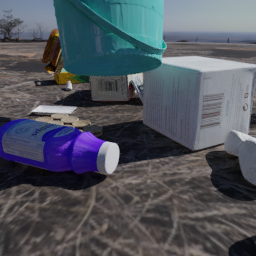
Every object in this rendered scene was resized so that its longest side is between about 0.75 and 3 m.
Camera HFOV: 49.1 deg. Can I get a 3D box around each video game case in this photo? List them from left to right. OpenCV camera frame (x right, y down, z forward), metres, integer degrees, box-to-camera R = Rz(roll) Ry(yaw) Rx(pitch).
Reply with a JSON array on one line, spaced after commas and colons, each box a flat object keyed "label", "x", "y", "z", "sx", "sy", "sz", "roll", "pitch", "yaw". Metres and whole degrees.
[{"label": "video game case", "x": 0.540, "y": -1.690, "z": 12.155, "sx": 0.133, "sy": 1.135, "sz": 1.032, "roll": -26, "pitch": 12, "yaw": 22}]

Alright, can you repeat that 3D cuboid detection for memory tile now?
[{"label": "memory tile", "x": -2.171, "y": 0.015, "z": 8.890, "sx": 2.443, "sy": 0.205, "sz": 1.872, "roll": 18, "pitch": 27, "yaw": 40}]

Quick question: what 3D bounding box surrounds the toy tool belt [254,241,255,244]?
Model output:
[{"label": "toy tool belt", "x": 2.653, "y": 1.631, "z": 3.857, "sx": 1.493, "sy": 0.932, "sz": 0.917, "roll": 14, "pitch": 46, "yaw": 46}]

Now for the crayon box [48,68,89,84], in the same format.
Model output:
[{"label": "crayon box", "x": -3.257, "y": -3.051, "z": 16.159, "sx": 2.659, "sy": 0.686, "sz": 1.672, "roll": -7, "pitch": 22, "yaw": -20}]

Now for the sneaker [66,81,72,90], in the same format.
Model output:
[{"label": "sneaker", "x": -3.020, "y": -2.151, "z": 14.231, "sx": 0.303, "sy": 0.403, "sz": 0.809, "roll": -5, "pitch": 23, "yaw": -16}]

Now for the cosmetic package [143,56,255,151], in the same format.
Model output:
[{"label": "cosmetic package", "x": 2.030, "y": -0.943, "z": 8.577, "sx": 2.193, "sy": 2.207, "sz": 2.637, "roll": -11, "pitch": 24, "yaw": -27}]

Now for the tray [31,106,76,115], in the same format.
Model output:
[{"label": "tray", "x": -2.793, "y": -0.643, "z": 10.641, "sx": 1.512, "sy": 0.168, "sz": 0.812, "roll": 3, "pitch": 22, "yaw": 7}]

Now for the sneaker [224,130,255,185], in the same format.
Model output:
[{"label": "sneaker", "x": 3.100, "y": 0.658, "z": 6.542, "sx": 0.991, "sy": 0.842, "sz": 2.239, "roll": 13, "pitch": 21, "yaw": -4}]

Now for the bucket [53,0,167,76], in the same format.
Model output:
[{"label": "bucket", "x": -0.391, "y": -2.338, "z": 6.731, "sx": 2.778, "sy": 1.808, "sz": 2.778, "roll": -4, "pitch": 0, "yaw": 0}]

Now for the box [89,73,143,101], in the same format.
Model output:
[{"label": "box", "x": -0.462, "y": -2.293, "z": 12.954, "sx": 1.753, "sy": 1.494, "sz": 2.742, "roll": 2, "pitch": 20, "yaw": 16}]

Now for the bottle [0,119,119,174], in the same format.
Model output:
[{"label": "bottle", "x": -1.682, "y": 0.455, "z": 6.667, "sx": 2.965, "sy": 0.968, "sz": 1.239, "roll": 9, "pitch": 23, "yaw": 23}]

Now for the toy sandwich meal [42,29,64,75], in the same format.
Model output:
[{"label": "toy sandwich meal", "x": -2.287, "y": -2.634, "z": 9.252, "sx": 0.689, "sy": 2.013, "sz": 2.013, "roll": 22, "pitch": 16, "yaw": -17}]
